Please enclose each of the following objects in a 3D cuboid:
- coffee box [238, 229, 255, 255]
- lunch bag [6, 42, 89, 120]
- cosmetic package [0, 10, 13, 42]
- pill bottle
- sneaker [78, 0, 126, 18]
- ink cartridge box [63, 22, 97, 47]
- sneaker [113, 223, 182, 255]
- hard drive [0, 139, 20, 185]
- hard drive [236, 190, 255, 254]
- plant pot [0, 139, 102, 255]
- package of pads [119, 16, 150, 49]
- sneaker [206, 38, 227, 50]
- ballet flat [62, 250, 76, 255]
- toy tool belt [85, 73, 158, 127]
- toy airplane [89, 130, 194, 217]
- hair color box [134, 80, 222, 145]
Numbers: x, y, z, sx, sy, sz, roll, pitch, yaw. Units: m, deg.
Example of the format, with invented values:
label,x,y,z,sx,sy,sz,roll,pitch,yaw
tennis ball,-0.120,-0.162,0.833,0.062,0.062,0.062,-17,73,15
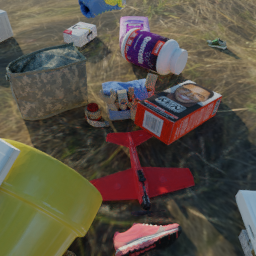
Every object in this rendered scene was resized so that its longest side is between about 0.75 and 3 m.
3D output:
label,x,y,z,sx,sy,sz,roll,pitch,yaw
coffee box,2.590,2.447,5.598,0.444,0.309,0.776,-3,43,-3
lunch bag,-2.456,-1.369,8.577,2.235,1.833,1.314,-22,52,-22
cosmetic package,-6.150,-4.511,12.459,1.155,1.162,1.388,23,48,23
pill bottle,0.988,-2.823,10.515,2.343,1.317,1.317,28,50,27
sneaker,-0.932,-4.179,9.126,1.351,2.572,0.974,-40,85,13
ink cartridge box,-2.145,-4.228,12.608,0.949,0.550,1.285,20,48,21
sneaker,0.384,2.165,5.735,1.478,0.545,0.641,-14,44,-14
hard drive,-2.403,0.810,4.250,1.014,0.202,1.538,24,79,26
hard drive,3.761,2.120,5.653,2.689,0.353,1.773,5,42,-7
plant pot,-2.016,1.765,5.013,2.407,2.407,2.264,17,60,18
package of pads,0.296,-4.157,12.322,1.327,0.833,2.203,-2,43,2
sneaker,3.877,-3.756,12.194,0.938,0.416,0.361,23,47,23
ballet flat,-1.065,2.762,5.153,0.414,0.459,1.219,-11,44,-10
toy tool belt,-0.240,-0.981,8.488,2.261,1.389,1.412,-7,43,-8
toy airplane,0.246,0.954,7.057,2.811,0.517,2.811,1,43,-1
hair color box,1.510,-0.555,8.181,1.286,0.776,2.534,33,41,30
